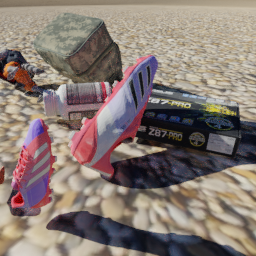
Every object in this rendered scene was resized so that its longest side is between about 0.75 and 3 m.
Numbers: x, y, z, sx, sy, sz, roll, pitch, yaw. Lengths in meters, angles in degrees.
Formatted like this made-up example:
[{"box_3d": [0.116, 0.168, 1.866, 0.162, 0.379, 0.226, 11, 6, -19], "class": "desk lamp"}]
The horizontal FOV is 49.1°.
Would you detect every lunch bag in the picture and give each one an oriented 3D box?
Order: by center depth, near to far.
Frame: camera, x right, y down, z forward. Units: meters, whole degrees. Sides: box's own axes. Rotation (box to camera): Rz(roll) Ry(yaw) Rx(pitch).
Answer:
[{"box_3d": [-1.577, -2.435, 9.549, 2.657, 2.229, 1.852, 25, 69, 38], "class": "lunch bag"}]

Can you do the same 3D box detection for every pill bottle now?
[{"box_3d": [-1.323, -0.706, 7.477, 1.724, 0.954, 0.954, -5, 28, -11], "class": "pill bottle"}]

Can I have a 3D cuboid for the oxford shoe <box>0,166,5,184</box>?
[{"box_3d": [-2.348, 0.875, 4.837, 0.304, 0.292, 0.824, -1, 13, -7], "class": "oxford shoe"}]

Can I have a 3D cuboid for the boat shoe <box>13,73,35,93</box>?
[{"box_3d": [-3.480, -1.661, 9.663, 0.404, 0.474, 1.419, 39, 33, -20], "class": "boat shoe"}]

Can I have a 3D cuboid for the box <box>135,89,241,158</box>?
[{"box_3d": [1.389, -0.242, 6.901, 2.548, 0.626, 2.054, 11, 27, 16], "class": "box"}]

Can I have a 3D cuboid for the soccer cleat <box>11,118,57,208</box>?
[{"box_3d": [-1.367, 0.581, 3.964, 0.611, 1.599, 0.533, -8, 42, -25], "class": "soccer cleat"}]

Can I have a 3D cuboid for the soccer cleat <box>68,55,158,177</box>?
[{"box_3d": [-0.050, -0.346, 5.833, 1.101, 0.961, 2.880, 37, 65, 1], "class": "soccer cleat"}]

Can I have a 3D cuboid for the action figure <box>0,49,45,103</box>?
[{"box_3d": [-2.993, -1.604, 8.173, 2.065, 1.116, 2.134, 46, 12, 36], "class": "action figure"}]
